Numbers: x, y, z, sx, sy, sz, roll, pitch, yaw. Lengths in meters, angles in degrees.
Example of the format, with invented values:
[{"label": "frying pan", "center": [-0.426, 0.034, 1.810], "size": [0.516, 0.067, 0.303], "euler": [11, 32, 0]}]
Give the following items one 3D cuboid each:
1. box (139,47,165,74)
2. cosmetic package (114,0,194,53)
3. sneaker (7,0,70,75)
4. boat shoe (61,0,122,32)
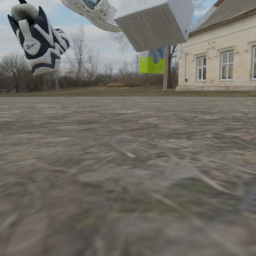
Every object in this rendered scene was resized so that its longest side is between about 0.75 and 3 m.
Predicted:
[{"label": "box", "center": [0.962, -3.148, 10.842], "size": [0.492, 2.065, 1.259], "euler": [9, 13, 37]}, {"label": "cosmetic package", "center": [0.808, -3.338, 8.209], "size": [1.725, 1.434, 1.443], "euler": [-1, -31, 34]}, {"label": "sneaker", "center": [-2.646, -3.004, 8.365], "size": [1.133, 1.847, 2.838], "euler": [-9, 37, 10]}, {"label": "boat shoe", "center": [-1.063, -4.242, 9.906], "size": [2.560, 0.907, 0.887], "euler": [18, -17, -25]}]
